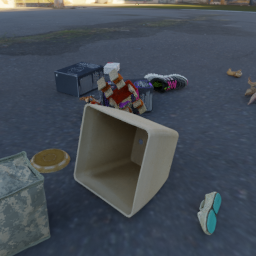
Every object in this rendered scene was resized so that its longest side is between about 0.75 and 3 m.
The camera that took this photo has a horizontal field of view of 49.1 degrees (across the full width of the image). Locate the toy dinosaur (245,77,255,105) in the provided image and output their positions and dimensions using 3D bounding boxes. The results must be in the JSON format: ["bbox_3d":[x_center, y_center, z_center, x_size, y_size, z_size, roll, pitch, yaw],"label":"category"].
[{"bbox_3d":[5.914,-1.644,11.475,1.736,1.099,2.561,28,44,31],"label":"toy dinosaur"}]

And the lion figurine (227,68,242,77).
[{"bbox_3d":[5.410,-2.803,14.346,0.626,0.370,1.022,-30,26,-31],"label":"lion figurine"}]

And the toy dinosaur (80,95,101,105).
[{"bbox_3d":[-1.403,-0.959,10.515,0.516,0.685,1.010,-17,33,-27],"label":"toy dinosaur"}]

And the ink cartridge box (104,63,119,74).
[{"bbox_3d":[-0.867,-3.179,14.923,0.642,0.372,0.890,6,29,11],"label":"ink cartridge box"}]

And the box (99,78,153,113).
[{"bbox_3d":[-0.089,-1.203,10.608,1.906,1.011,1.165,-5,28,-9],"label":"box"}]

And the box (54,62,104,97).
[{"bbox_3d":[-2.125,-2.214,12.518,1.337,0.964,1.802,18,33,30],"label":"box"}]

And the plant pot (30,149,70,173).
[{"bbox_3d":[-2.160,0.858,7.738,1.085,0.149,1.085,-1,28,0],"label":"plant pot"}]

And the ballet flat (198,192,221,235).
[{"bbox_3d":[1.671,1.795,5.885,0.380,0.412,1.220,-16,13,34],"label":"ballet flat"}]

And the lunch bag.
[{"bbox_3d":[-2.506,1.561,4.886,1.971,1.616,1.159,-20,40,-34],"label":"lunch bag"}]

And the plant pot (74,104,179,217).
[{"bbox_3d":[0.087,0.570,6.620,1.926,1.923,1.705,24,20,37],"label":"plant pot"}]

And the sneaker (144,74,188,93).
[{"bbox_3d":[1.678,-1.897,12.271,1.938,0.715,0.848,5,40,-3],"label":"sneaker"}]

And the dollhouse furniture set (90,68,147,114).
[{"bbox_3d":[-0.497,-0.984,9.627,1.718,1.737,0.895,-34,38,13],"label":"dollhouse furniture set"}]
